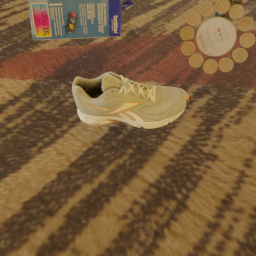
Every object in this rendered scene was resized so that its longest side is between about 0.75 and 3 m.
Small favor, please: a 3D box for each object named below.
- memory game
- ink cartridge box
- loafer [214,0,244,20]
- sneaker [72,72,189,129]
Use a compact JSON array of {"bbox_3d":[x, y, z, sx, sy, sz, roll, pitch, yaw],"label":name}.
[{"bbox_3d":[2.225,-2.277,7.053,1.849,1.849,0.118,15,8,14],"label":"memory game"},{"bbox_3d":[-1.183,-3.080,7.492,2.626,1.002,1.792,-4,32,-12],"label":"ink cartridge box"},{"bbox_3d":[2.956,-3.301,8.994,0.623,1.982,0.712,9,59,-8],"label":"loafer"},{"bbox_3d":[-0.024,-0.671,6.032,2.591,1.192,0.981,-3,53,12],"label":"sneaker"}]
